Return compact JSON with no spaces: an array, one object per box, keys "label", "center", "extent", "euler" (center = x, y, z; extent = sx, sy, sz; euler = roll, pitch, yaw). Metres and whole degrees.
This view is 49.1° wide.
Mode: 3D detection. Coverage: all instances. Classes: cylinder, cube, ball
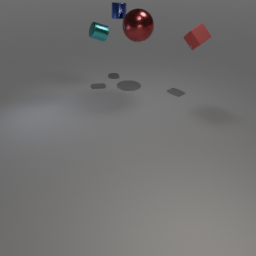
[{"label":"cylinder","center":[-1.311,-4.317,12.574],"extent":[0.700,0.700,0.700],"euler":[7,24,-31]},{"label":"cylinder","center":[-0.431,-5.569,13.302],"extent":[0.700,0.700,0.700],"euler":[2,24,-1]},{"label":"cube","center":[2.933,-3.865,11.877],"extent":[0.700,0.700,0.700],"euler":[-36,5,-16]},{"label":"ball","center":[0.449,-4.528,12.389],"extent":[1.400,1.400,1.400],"euler":[0,31,0]}]
